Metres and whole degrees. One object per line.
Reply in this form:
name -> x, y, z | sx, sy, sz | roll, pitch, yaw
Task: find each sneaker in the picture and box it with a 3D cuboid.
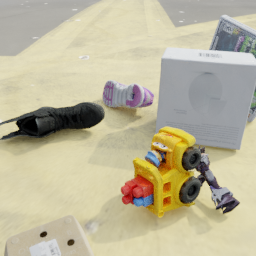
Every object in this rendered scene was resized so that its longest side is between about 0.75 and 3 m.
sneaker -> -2.178, -0.164, 8.138 | 2.791, 0.838, 1.456 | -1, 19, 15
sneaker -> 0.006, -1.119, 9.794 | 1.032, 0.939, 2.334 | 2, 10, -40

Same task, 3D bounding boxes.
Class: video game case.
video game case -> 3.448, -1.804, 8.786 | 0.305, 2.608, 2.371 | -27, 56, -30

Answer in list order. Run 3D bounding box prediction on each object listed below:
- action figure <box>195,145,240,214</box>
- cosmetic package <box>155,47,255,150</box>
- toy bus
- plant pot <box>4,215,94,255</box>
action figure -> 1.735, 1.049, 6.074 | 0.545, 1.023, 1.572 | -29, 48, 2
cosmetic package -> 2.097, -0.869, 7.903 | 2.385, 2.393, 1.471 | 8, 27, 11
toy bus -> 0.567, 0.925, 5.635 | 1.546, 1.611, 1.093 | -14, 22, -31
plant pot -> -1.047, 2.182, 4.062 | 1.464, 1.296, 1.462 | -14, 34, -23
